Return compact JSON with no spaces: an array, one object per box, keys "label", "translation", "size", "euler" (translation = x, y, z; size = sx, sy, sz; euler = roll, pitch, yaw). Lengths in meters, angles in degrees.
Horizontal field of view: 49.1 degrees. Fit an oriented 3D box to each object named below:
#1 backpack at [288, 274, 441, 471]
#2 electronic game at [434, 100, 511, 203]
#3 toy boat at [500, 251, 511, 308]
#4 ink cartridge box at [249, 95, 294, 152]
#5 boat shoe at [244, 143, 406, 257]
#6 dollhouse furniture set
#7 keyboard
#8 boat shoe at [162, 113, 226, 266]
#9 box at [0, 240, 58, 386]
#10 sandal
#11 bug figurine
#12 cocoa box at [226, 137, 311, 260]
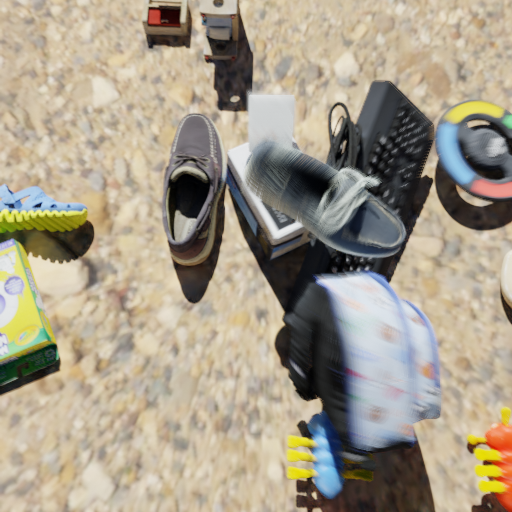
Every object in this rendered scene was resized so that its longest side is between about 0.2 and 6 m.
[{"label":"backpack","translation":[1.522,1.380,7.861],"size":[1.791,2.326,2.215],"euler":[-16,107,-13]},{"label":"electronic game","translation":[4.277,-1.967,10.389],"size":[2.081,0.433,2.081],"euler":[4,71,-13]},{"label":"toy boat","translation":[5.026,0.466,9.637],"size":[1.498,0.696,1.259],"euler":[-1,68,31]},{"label":"ink cartridge box","translation":[0.248,-2.181,9.250],"size":[0.737,0.218,0.921],"euler":[2,108,3]},{"label":"boat shoe","translation":[1.044,-0.813,7.907],"size":[2.566,0.793,0.961],"euler":[33,74,-2]},{"label":"dollhouse furniture set","translation":[-1.319,-4.822,10.953],"size":[1.934,1.363,1.355],"euler":[2,73,-1]},{"label":"keyboard","translation":[1.776,-0.622,9.066],"size":[2.363,0.899,4.539],"euler":[25,81,-32]},{"label":"boat shoe","translation":[-1.144,-1.349,10.102],"size":[1.068,0.962,2.969],"euler":[4,72,3]},{"label":"box","translation":[-4.374,1.004,9.629],"size":[1.335,0.550,2.276],"euler":[-24,76,-7]},{"label":"sandal","translation":[-4.006,-0.896,10.116],"size":[1.925,0.765,0.838],"euler":[2,69,-1]},{"label":"bug figurine","translation":[2.461,3.819,8.479],"size":[4.084,1.051,3.167],"euler":[4,68,5]},{"label":"cocoa box","translation":[0.371,-1.064,9.887],"size":[1.202,1.182,1.802],"euler":[-25,75,-12]}]
